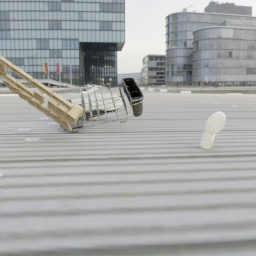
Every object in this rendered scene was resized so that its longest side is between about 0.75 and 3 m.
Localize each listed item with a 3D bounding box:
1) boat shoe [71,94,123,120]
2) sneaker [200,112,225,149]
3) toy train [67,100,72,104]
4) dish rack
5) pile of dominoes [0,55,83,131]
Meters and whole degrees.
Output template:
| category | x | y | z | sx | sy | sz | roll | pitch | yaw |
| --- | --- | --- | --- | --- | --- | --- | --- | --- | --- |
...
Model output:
| category | x | y | z | sx | sy | sz | roll | pitch | yaw |
| --- | --- | --- | --- | --- | --- | --- | --- | --- | --- |
| boat shoe | -1.279 | -0.719 | 10.584 | 2.272 | 0.685 | 0.839 | -14 | 56 | -25 |
| sneaker | 1.705 | -0.014 | 5.689 | 0.335 | 0.890 | 0.394 | 23 | 39 | 8 |
| toy train | -1.857 | -0.661 | 8.801 | 0.246 | 0.183 | 1.075 | -14 | 28 | -6 |
| dish rack | -0.857 | -0.704 | 8.431 | 2.532 | 0.691 | 1.942 | -13 | 28 | -3 |
| pile of dominoes | -2.055 | -0.834 | 6.573 | 2.145 | 0.341 | 1.672 | 35 | -22 | -3 |
